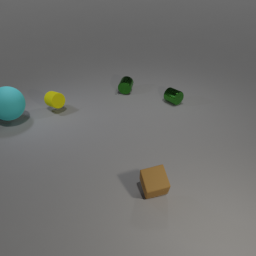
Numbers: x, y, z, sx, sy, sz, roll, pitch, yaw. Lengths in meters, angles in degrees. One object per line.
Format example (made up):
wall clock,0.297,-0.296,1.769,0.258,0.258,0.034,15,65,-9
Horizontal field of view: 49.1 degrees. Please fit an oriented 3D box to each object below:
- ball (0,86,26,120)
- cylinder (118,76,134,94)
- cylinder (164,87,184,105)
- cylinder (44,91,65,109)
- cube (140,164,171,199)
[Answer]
ball,-4.980,-1.012,11.577,1.400,1.400,1.400,0,32,0
cylinder,-0.111,-2.217,14.504,0.700,0.700,0.700,6,39,10
cylinder,2.204,-1.536,13.536,0.700,0.700,0.700,-23,38,-33
cylinder,-3.299,-1.274,12.606,0.700,0.700,0.700,-26,30,-36
cube,0.767,1.575,8.161,0.700,0.700,0.700,-13,61,-6
